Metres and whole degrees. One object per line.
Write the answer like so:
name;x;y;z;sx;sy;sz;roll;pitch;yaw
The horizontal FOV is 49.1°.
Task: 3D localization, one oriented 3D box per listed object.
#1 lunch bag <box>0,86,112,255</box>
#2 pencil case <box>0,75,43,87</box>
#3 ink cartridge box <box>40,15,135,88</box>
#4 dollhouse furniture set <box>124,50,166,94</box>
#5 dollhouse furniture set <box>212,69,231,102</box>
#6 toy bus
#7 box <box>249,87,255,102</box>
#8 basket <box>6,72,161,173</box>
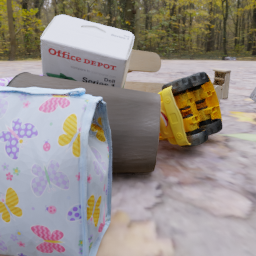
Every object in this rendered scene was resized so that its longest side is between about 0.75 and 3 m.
lunch bag;-1.014;0.459;3.298;1.599;1.885;1.199;2;17;10
pencil case;-4.282;-1.505;11.366;1.174;1.153;2.747;31;33;31
ink cartridge box;-0.982;-1.083;6.561;1.815;2.484;1.048;13;48;0
dollhouse furniture set;-0.430;-1.702;9.739;2.410;2.813;2.958;-3;2;-34
dollhouse furniture set;3.436;-1.898;12.311;1.961;1.276;1.801;-7;18;-23
toy bus;0.998;-0.349;6.987;2.154;1.522;2.244;-13;7;38
box;4.810;-1.036;9.845;0.285;0.553;0.949;-28;62;-32
basket;-0.756;-0.027;5.316;2.616;1.779;2.359;5;31;1
